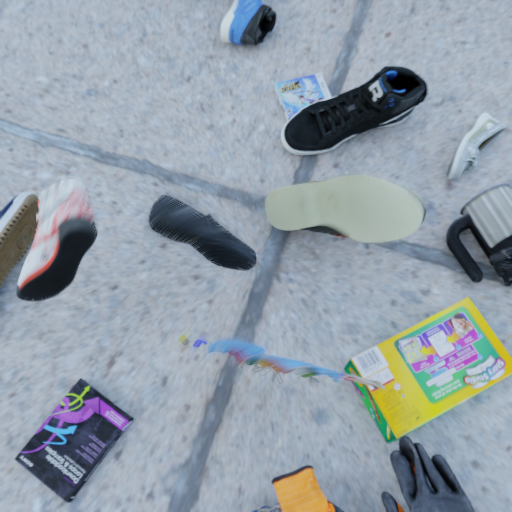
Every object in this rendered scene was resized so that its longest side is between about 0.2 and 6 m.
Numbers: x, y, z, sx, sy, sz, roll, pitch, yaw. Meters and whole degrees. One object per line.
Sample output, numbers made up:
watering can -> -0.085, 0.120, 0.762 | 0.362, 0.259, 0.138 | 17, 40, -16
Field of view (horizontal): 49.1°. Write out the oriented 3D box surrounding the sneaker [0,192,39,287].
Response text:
sneaker -> -5.396, -0.065, 10.310 | 1.674, 1.081, 3.085 | 21, 71, 7

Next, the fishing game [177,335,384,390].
fishing game -> 0.262, 1.646, 8.247 | 2.933, 2.100, 0.456 | 15, 79, -8

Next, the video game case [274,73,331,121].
video game case -> 1.062, -3.465, 12.281 | 1.087, 0.247, 0.985 | -15, 66, -7

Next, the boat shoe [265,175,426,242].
boat shoe -> 1.607, -0.872, 9.915 | 3.054, 0.957, 1.117 | 6, 102, 41

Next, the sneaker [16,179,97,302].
sneaker -> -3.097, -0.242, 8.552 | 0.693, 2.076, 1.113 | 9, 49, -41

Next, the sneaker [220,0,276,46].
sneaker -> 0.031, -5.734, 12.981 | 1.129, 0.779, 2.029 | 17, 71, 14

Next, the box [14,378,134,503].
box -> -3.019, 3.049, 9.346 | 1.170, 0.295, 1.636 | 32, 71, 13

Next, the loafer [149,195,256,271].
loafer -> -0.810, -0.391, 9.170 | 1.933, 0.656, 0.679 | 28, 48, -17

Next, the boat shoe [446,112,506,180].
boat shoe -> 4.500, -2.216, 11.505 | 0.593, 0.681, 1.849 | 31, 63, 18

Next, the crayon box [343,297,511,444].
crayon box -> 2.972, 1.938, 9.597 | 2.494, 0.727, 1.482 | -25, 68, -11

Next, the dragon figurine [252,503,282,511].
dragon figurine -> -1.072, 5.013, 7.994 | 3.873, 1.925, 1.140 | -36, 71, 5

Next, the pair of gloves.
pair of gloves -> 1.729, 3.879, 7.780 | 2.775, 0.343, 2.473 | -13, 47, -7

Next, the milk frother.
milk frother -> 4.469, -0.455, 10.078 | 1.611, 1.785, 1.679 | -20, 67, -11

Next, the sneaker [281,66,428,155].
sneaker -> 1.964, -3.040, 11.208 | 2.979, 1.666, 1.088 | -21, 83, -10
